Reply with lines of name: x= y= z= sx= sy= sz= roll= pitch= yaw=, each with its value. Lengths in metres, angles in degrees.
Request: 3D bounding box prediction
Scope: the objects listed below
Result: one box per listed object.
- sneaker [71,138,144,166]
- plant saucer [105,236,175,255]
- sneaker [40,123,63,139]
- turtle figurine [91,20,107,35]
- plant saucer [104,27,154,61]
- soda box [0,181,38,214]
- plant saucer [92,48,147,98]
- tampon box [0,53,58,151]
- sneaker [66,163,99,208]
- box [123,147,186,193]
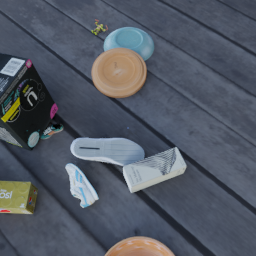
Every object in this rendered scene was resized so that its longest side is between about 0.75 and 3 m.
sneaker: x=-0.781 y=0.815 z=10.645 sx=2.821 sy=0.999 sz=1.030 roll=12 pitch=85 yaw=-18
plant saucer: x=0.376 y=4.863 z=8.705 sx=2.759 sy=0.516 sz=2.759 roll=0 pitch=60 yaw=0
sneaker: x=-3.148 y=0.078 z=11.403 sx=1.029 sy=0.411 sz=0.367 roll=-29 pitch=65 yaw=-15
turtle figurine: x=-1.532 y=-5.122 z=14.354 sx=0.874 sy=0.282 sz=0.705 roll=42 pitch=77 yaw=10
plant saucer: x=0.054 y=-4.212 z=13.746 sx=2.527 sy=0.486 sz=2.527 roll=0 pitch=61 yaw=-1
soda box: x=-4.736 y=2.406 z=9.830 sx=2.837 sy=0.908 sz=0.961 roll=2 pitch=62 yaw=1
plant saucer: x=-0.406 y=-2.565 z=12.634 sx=2.498 sy=0.403 sz=2.498 roll=-1 pitch=70 yaw=2
tampon box: x=-4.324 y=-0.936 z=10.396 sx=1.859 sy=2.945 sz=2.207 roll=15 pitch=62 yaw=18
sneaker: x=-1.828 y=2.038 z=10.178 sx=0.717 sy=0.679 sz=1.774 roll=-33 pitch=65 yaw=-18
box: x=0.970 y=1.552 z=10.395 sx=2.193 sy=0.750 sz=0.901 roll=-20 pitch=63 yaw=-11
